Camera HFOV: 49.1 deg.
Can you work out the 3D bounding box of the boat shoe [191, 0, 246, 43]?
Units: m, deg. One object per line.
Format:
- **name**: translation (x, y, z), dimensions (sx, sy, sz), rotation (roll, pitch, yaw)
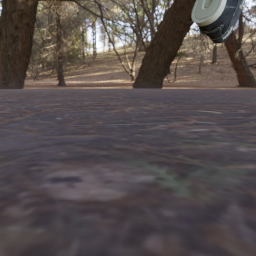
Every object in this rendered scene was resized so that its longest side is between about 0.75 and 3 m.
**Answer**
- **boat shoe**: translation (1.751, -2.455, 4.792), dimensions (0.708, 2.095, 0.752), rotation (31, -13, -33)
